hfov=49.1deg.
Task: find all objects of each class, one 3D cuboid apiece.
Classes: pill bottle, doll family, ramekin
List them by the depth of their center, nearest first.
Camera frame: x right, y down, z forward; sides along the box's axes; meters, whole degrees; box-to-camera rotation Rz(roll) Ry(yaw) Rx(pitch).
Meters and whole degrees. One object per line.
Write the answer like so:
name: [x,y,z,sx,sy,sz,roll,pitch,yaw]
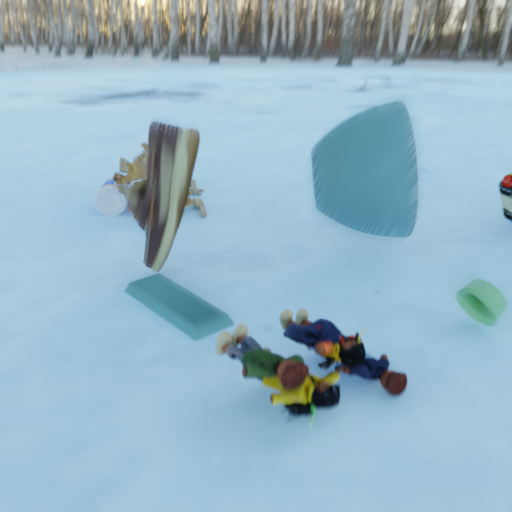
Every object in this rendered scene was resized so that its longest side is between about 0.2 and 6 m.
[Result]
doll family: [0.669,1.111,5.763,2.151,0.844,1.244,-16,23,-39]
ramekin: [2.873,0.577,7.116,0.290,0.593,0.593,-40,36,-13]
pill bottle: [-2.904,-1.284,11.608,0.645,0.645,1.152,-1,22,-1]

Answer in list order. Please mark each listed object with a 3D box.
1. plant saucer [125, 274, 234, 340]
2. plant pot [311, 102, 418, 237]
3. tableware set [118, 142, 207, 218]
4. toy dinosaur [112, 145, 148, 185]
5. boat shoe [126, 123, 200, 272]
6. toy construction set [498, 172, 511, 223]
plant saucer: [-1.101,0.639,7.681,0.636,0.173,1.819,-19,30,-36]
plant pot: [1.630,-1.298,8.943,1.419,2.106,2.106,-5,23,5]
tableware set: [-1.948,-1.722,11.964,1.866,0.566,2.823,15,19,-18]
toy dinosaur: [-2.038,-1.581,10.131,1.696,0.512,0.901,-10,43,55]
boat shoe: [-1.458,-0.825,8.136,0.837,2.327,0.839,16,35,-5]
toy construction set: [5.760,-1.073,9.937,2.212,1.554,3.373,-27,18,-2]
